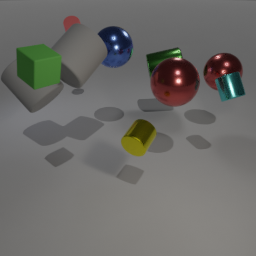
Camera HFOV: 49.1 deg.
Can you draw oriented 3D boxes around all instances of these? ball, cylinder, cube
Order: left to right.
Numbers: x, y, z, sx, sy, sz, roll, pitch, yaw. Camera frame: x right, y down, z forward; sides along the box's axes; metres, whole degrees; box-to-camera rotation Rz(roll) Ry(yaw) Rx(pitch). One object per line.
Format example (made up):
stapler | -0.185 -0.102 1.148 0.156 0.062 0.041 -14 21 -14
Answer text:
cylinder | -3.048 -1.447 9.021 1.400 1.400 1.400 49 36 -4
cube | -2.002 -1.391 6.302 0.700 0.700 0.700 36 41 26
cylinder | -2.372 -4.313 12.028 0.700 0.700 0.700 1 73 -3
cylinder | -1.579 -2.188 8.578 1.400 1.400 1.400 22 68 35
ball | -0.513 -2.800 9.739 1.400 1.400 1.400 0 28 0
cylinder | 0.281 0.247 7.157 0.700 0.700 0.700 15 47 25
cylinder | 1.562 -2.543 11.788 1.400 1.400 1.400 -11 28 5
ball | 1.339 -1.310 8.035 1.400 1.400 1.400 0 28 0
ball | 3.509 -2.070 10.383 1.400 1.400 1.400 0 28 0
cylinder | 2.983 -1.194 8.177 0.700 0.700 0.700 -16 -1 0
